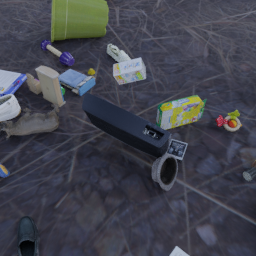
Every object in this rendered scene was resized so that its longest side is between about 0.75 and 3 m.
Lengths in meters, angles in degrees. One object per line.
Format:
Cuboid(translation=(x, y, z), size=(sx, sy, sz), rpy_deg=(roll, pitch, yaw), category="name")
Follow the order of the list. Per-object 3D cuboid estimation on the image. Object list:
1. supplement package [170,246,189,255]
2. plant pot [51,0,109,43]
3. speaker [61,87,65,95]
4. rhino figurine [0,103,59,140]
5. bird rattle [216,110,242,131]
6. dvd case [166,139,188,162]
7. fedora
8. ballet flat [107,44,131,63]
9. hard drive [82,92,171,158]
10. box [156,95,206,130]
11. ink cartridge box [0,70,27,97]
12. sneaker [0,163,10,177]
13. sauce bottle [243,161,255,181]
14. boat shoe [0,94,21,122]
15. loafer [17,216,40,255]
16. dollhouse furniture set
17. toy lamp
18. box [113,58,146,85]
Cuboid(translation=(1.621, 4.069, 5.519), size=(2.773, 1.519, 1.577), rpy_deg=(31, 53, 25), category="supplement package")
Cuboid(translation=(-2.517, -5.750, 14.436), size=(2.770, 2.917, 2.917), rpy_deg=(2, 45, -17), category="plant pot")
Cuboid(translation=(-3.114, -1.667, 11.828), size=(0.909, 0.402, 0.402), rpy_deg=(27, 52, 23), category="speaker")
Cuboid(translation=(-3.643, -0.164, 10.164), size=(2.413, 0.722, 1.055), rpy_deg=(-12, 47, -9), category="rhino figurine")
Cuboid(translation=(3.787, -0.234, 10.414), size=(0.956, 0.538, 0.779), rpy_deg=(-25, 67, -18), category="bird rattle")
Cuboid(translation=(1.681, 0.756, 9.698), size=(0.602, 0.099, 0.801), rpy_deg=(17, 49, 15), category="dvd case")
Cuboid(translation=(1.077, 1.333, 8.725), size=(0.514, 1.006, 1.137), rpy_deg=(0, 60, 44), category="fedora")
Cuboid(translation=(-0.475, -3.579, 13.556), size=(0.605, 0.605, 1.685), rpy_deg=(-33, 55, -28), category="ballet flat")
Cuboid(translation=(-0.066, -0.001, 9.048), size=(2.942, 1.984, 0.623), rpy_deg=(26, 76, 13), category="hard drive")
Cuboid(translation=(1.963, -0.581, 10.311), size=(1.821, 1.068, 0.440), rpy_deg=(-13, 48, -13), category="box")
Cuboid(translation=(-5.590, -1.886, 11.961), size=(2.448, 0.514, 1.461), rpy_deg=(10, 47, 14), category="ink cartridge box")
Cuboid(translation=(-4.417, 1.283, 8.955), size=(1.526, 0.574, 0.673), rpy_deg=(25, 60, 32), category="sneaker")
Cuboid(translation=(4.351, 1.195, 8.983), size=(1.585, 0.513, 0.513), rpy_deg=(-25, 51, -24), category="sauce bottle")
Cuboid(translation=(-5.493, -0.556, 10.340), size=(2.824, 0.979, 1.000), rpy_deg=(-27, 52, -24), category="boat shoe")
Cuboid(translation=(-2.578, 2.960, 7.255), size=(0.546, 0.564, 1.607), rpy_deg=(-15, 48, -14), category="loafer")
Cuboid(translation=(-2.770, -2.309, 11.715), size=(2.079, 1.437, 2.202), rpy_deg=(28, 52, 24), category="dollhouse furniture set")
Cuboid(translation=(-3.407, -3.616, 13.551), size=(2.224, 0.647, 0.647), rpy_deg=(34, 55, 30), category="toy lamp")
Cuboid(translation=(0.049, -1.710, 8.481), size=(0.894, 0.503, 0.453), rpy_deg=(-10, 61, 17), category="box")
